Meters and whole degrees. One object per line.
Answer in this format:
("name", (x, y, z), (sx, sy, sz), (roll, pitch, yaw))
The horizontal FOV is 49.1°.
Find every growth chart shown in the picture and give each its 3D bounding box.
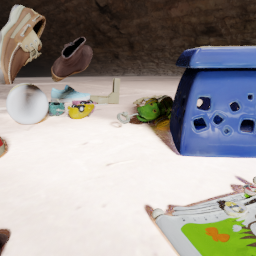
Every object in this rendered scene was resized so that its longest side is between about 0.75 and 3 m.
("growth chart", (1.588, 1.244, 3.600), (2.476, 0.220, 1.792), (-7, 16, -27))

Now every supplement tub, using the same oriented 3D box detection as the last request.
("supplement tub", (-3.771, -0.955, 10.466), (1.407, 1.407, 1.936), (-5, 14, -20))

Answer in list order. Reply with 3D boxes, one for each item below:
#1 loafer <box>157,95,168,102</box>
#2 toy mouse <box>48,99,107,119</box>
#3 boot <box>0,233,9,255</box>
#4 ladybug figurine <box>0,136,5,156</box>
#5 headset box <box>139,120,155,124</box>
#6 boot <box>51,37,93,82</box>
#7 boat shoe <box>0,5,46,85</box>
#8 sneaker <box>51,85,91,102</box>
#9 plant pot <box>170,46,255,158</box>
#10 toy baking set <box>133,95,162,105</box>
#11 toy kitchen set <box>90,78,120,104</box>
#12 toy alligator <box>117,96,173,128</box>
("loafer", (1.730, -1.411, 14.811), (1.131, 0.382, 0.430), (-26, 24, -29))
("toy mouse", (-2.360, -0.817, 11.737), (2.878, 0.557, 2.557), (-12, 18, -43))
("boot", (-1.795, 1.385, 2.995), (0.858, 0.311, 0.714), (-3, 1, -9))
("ladybug figurine", (-3.501, 0.413, 6.049), (1.331, 0.705, 1.961), (1, 13, 6))
("headset box", (0.962, -0.364, 10.263), (0.885, 0.342, 0.658), (10, 16, 34))
("boot", (-1.991, -2.963, 11.285), (2.552, 0.923, 2.122), (-51, 9, -32))
("boat shoe", (-2.460, -1.993, 6.567), (0.832, 2.318, 0.878), (9, -29, -10))
("sneaker", (-3.186, -1.971, 15.882), (2.336, 0.957, 0.863), (-6, 15, -23))
("plant pot", (2.596, -0.822, 7.385), (2.823, 2.538, 2.823), (-1, 13, 2))
("toy baking set", (0.976, -1.525, 14.762), (1.866, 0.217, 1.433), (-24, 11, -35))
("toy kitchen set", (-1.289, -2.064, 15.304), (1.534, 1.384, 1.252), (2, 11, -10))
("toy alligator", (0.969, -0.565, 9.320), (2.984, 0.989, 0.717), (-11, -26, -41))
